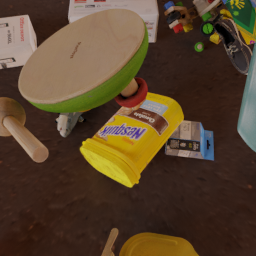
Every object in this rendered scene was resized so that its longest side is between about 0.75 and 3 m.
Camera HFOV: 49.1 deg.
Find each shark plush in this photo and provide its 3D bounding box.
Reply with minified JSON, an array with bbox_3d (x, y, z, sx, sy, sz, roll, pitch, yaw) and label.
[{"bbox_3d":[-1.516,-0.350,8.322,0.634,0.692,1.523,48,47,4],"label":"shark plush"}]

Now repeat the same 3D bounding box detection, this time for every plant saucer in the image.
[{"bbox_3d":[2.542,-0.818,5.442,0.463,2.575,2.575,11,59,19],"label":"plant saucer"}]

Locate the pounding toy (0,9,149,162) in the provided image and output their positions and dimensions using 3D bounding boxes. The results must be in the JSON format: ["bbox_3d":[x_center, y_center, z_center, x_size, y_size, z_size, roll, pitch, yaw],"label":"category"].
[{"bbox_3d":[-0.756,-0.616,4.913,2.302,1.384,2.982,23,65,41],"label":"pounding toy"}]

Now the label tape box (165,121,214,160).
[{"bbox_3d":[1.747,0.309,7.782,1.344,0.425,0.969,6,59,4],"label":"label tape box"}]

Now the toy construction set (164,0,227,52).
[{"bbox_3d":[2.221,-4.471,10.056,2.764,2.124,2.305,38,109,3],"label":"toy construction set"}]

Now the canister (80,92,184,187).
[{"bbox_3d":[0.144,0.162,7.275,1.734,1.011,2.335,19,57,42],"label":"canister"}]

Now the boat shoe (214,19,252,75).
[{"bbox_3d":[2.640,-2.052,7.129,0.498,0.577,1.587,-14,78,-32],"label":"boat shoe"}]

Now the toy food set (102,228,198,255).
[{"bbox_3d":[0.523,3.047,6.005,2.329,0.761,1.370,10,35,4],"label":"toy food set"}]

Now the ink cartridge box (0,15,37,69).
[{"bbox_3d":[-4.275,-2.861,9.440,2.163,0.912,1.579,-12,59,-7],"label":"ink cartridge box"}]

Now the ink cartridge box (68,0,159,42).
[{"bbox_3d":[-0.514,-4.392,10.182,2.957,1.240,2.596,-2,58,-1],"label":"ink cartridge box"}]

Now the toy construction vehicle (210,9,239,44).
[{"bbox_3d":[4.459,-3.640,10.005,2.376,0.961,2.729,34,72,21],"label":"toy construction vehicle"}]

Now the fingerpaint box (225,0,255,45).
[{"bbox_3d":[4.151,-4.045,9.005,0.740,1.682,2.017,0,50,52],"label":"fingerpaint box"}]
